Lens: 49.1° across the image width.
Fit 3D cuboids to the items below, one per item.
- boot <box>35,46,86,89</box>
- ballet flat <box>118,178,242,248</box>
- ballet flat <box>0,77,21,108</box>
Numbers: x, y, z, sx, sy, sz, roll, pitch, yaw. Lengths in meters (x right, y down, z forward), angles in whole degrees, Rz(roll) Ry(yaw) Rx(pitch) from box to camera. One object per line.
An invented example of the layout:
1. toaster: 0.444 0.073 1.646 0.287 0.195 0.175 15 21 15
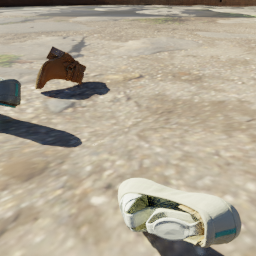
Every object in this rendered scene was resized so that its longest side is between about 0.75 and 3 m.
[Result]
1. boot: -2.342 -1.858 9.880 1.458 0.720 1.878 28 53 -21
2. ballet flat: 0.362 1.096 3.666 0.745 0.745 2.144 -24 10 -38
3. ballet flat: -3.946 -1.038 7.527 2.667 0.849 0.899 6 -1 22
